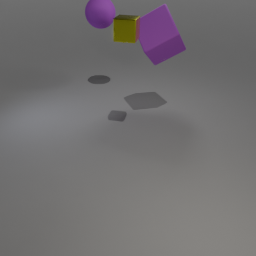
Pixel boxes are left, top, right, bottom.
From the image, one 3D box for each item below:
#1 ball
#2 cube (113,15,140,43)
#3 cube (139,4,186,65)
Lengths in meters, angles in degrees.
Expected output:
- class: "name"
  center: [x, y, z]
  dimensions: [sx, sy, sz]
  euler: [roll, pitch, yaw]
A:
- class: "ball"
  center: [-1.273, -5.311, 12.898]
  dimensions: [1.400, 1.400, 1.400]
  euler: [0, 30, 0]
- class: "cube"
  center: [-0.035, -3.094, 8.728]
  dimensions: [0.700, 0.700, 0.700]
  euler: [8, 32, 10]
- class: "cube"
  center: [1.225, -3.531, 10.785]
  dimensions: [1.400, 1.400, 1.400]
  euler: [-24, -17, 17]
